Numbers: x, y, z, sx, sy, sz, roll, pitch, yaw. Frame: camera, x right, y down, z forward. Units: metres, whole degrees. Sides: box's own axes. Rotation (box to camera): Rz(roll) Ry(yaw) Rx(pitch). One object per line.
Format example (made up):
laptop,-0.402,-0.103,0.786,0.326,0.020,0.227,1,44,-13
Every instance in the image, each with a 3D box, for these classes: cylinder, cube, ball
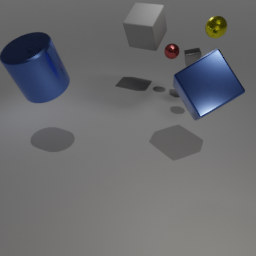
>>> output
cylinder,-2.497,-1.638,7.678,1.400,1.400,1.400,-8,49,9
cube,0.797,-4.527,12.539,1.400,1.400,1.400,16,65,23
cube,2.927,-3.118,12.590,0.700,0.700,0.700,-8,31,11
cube,2.267,-1.175,8.172,1.400,1.400,1.400,-31,-6,6
ball,2.869,-3.279,9.116,0.700,0.700,0.700,0,32,0
ball,2.011,-3.510,12.824,0.700,0.700,0.700,0,32,0
